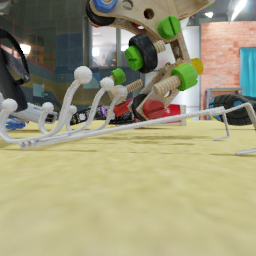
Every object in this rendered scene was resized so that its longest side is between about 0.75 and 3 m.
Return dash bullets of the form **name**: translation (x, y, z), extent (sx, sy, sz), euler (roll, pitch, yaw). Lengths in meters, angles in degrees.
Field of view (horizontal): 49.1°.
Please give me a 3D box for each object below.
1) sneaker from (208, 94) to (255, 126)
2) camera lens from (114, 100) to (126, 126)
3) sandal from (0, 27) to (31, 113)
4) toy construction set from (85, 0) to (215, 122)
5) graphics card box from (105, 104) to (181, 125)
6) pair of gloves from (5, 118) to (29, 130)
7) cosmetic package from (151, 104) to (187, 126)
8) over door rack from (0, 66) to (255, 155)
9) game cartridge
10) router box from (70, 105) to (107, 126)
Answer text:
- **sneaker**: translation (3.058, -0.410, 6.883), extent (2.085, 0.763, 0.854), euler (9, 10, 25)
- **camera lens**: translation (-0.276, -0.501, 9.662), extent (0.773, 0.773, 0.966), euler (0, -13, -12)
- **sandal**: translation (-1.353, -0.804, 3.113), extent (0.414, 0.736, 1.935), euler (-22, -23, -17)
- **toy construction set**: translation (0.516, -1.098, 4.121), extent (1.728, 1.875, 2.248), euler (-28, -14, -14)
- **graphics card box**: translation (0.341, -0.363, 8.031), extent (1.361, 0.552, 2.169), euler (0, -3, -25)
- **pair of gloves**: translation (-2.747, -0.108, 6.685), extent (0.699, 0.099, 0.869), euler (1, 16, -8)
- **cosmetic package**: translation (1.304, -0.471, 10.292), extent (1.588, 0.822, 0.580), euler (-1, 2, -10)
- **over door rack**: translation (0.068, -0.173, 2.911), extent (2.140, 0.713, 1.581), euler (1, 3, 12)
- **game cartridge**: translation (-2.308, -0.427, 6.096), extent (1.269, 0.396, 1.906), euler (15, -1, -5)
- **router box**: translation (-1.073, -0.308, 6.935), extent (0.889, 0.304, 1.192), euler (-17, 6, -12)
